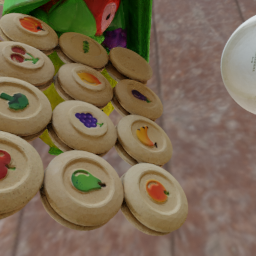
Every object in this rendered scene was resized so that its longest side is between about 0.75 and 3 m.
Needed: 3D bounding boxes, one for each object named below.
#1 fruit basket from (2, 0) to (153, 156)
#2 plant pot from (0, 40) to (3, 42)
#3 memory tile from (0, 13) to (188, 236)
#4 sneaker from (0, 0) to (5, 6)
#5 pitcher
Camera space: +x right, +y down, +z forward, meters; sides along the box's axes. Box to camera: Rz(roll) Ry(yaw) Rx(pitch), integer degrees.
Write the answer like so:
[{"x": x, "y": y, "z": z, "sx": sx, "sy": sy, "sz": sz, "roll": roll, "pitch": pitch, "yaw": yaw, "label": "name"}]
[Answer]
[{"x": -0.590, "y": -1.055, "z": 4.295, "sx": 2.119, "sy": 2.938, "sz": 2.938, "roll": -19, "pitch": 61, "yaw": -1, "label": "fruit basket"}, {"x": -2.610, "y": -0.416, "z": 4.004, "sx": 2.664, "sy": 2.664, "sz": 1.865, "roll": 13, "pitch": 16, "yaw": 7, "label": "plant pot"}, {"x": -0.396, "y": -0.229, "z": 2.570, "sx": 1.817, "sy": 0.199, "sz": 2.371, "roll": 16, "pitch": 41, "yaw": -24, "label": "memory tile"}, {"x": -3.064, "y": -2.795, "z": 4.745, "sx": 2.701, "sy": 1.890, "sz": 1.050, "roll": -1, "pitch": 97, "yaw": 5, "label": "sneaker"}, {"x": 2.697, "y": -1.281, "z": 4.424, "sx": 2.606, "sy": 2.235, "sz": 1.580, "roll": -4, "pitch": 12, "yaw": -39, "label": "pitcher"}]
